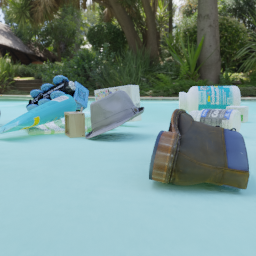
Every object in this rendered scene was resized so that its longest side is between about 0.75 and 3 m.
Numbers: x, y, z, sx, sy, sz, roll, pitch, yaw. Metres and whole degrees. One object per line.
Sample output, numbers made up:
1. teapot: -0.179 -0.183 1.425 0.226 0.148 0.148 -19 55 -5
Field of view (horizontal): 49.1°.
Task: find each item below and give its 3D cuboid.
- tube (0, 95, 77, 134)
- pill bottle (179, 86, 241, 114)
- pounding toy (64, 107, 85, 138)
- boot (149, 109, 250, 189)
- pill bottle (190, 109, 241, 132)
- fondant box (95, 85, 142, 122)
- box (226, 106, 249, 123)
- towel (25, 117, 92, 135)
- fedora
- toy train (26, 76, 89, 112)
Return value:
1. tube: -2.545 -0.364 8.120 1.051 0.684 2.713 -22 7 32
2. pill bottle: 4.020 -1.310 14.082 2.853 1.581 1.581 0 7 8
3. pounding toy: -1.461 -0.179 7.975 0.607 0.786 0.854 -3 8 -24
4. boot: 1.135 0.310 4.340 1.171 0.903 2.416 12 19 15
5. pill bottle: 2.459 -0.172 8.039 1.327 0.755 0.755 5 8 39
6. fondant box: -0.400 -0.861 10.524 1.804 1.302 0.526 -2 5 37
7. box: 4.627 -0.590 11.865 0.780 0.671 0.783 5 8 33
8. towel: -1.998 -0.114 9.407 2.775 0.325 2.117 -3 8 -26
9. fedora: -0.469 -0.474 7.725 1.705 0.870 1.927 -20 6 37
10. toy train: -3.034 -1.107 11.881 2.771 1.201 1.583 -22 -39 30
